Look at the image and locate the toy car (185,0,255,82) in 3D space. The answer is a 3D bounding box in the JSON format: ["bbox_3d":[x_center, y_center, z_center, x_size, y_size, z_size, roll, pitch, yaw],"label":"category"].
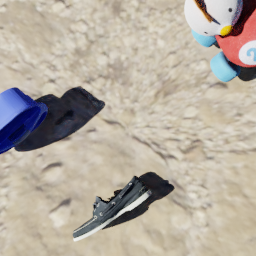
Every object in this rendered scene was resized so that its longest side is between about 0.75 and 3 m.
[{"bbox_3d":[1.971,-2.212,5.653,2.301,2.121,2.035,-8,69,-40],"label":"toy car"}]

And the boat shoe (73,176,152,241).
[{"bbox_3d":[-0.465,1.791,6.439,2.033,0.760,0.674,-32,84,-5],"label":"boat shoe"}]

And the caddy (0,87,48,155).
[{"bbox_3d":[-2.665,-0.071,6.414,1.760,1.244,0.924,-42,79,-4],"label":"caddy"}]
